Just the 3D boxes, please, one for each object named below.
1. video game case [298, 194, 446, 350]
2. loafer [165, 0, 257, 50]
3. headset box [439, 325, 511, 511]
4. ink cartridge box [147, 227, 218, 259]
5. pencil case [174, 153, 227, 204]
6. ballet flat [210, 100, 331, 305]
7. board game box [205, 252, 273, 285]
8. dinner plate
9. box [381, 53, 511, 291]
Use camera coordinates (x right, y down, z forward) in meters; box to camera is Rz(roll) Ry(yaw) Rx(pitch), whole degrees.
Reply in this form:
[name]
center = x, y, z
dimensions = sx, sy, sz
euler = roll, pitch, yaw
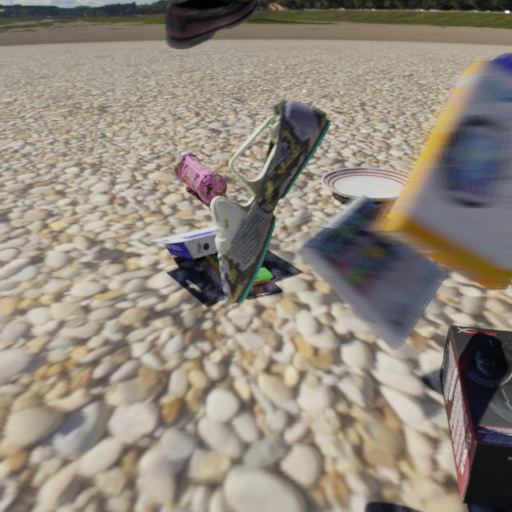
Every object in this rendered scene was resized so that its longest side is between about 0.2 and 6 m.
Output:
[video game case]
center = 1.416, 0.113, 6.571
dimensions = 1.492, 0.188, 1.637
euler = 46, 43, 5
[loafer]
center = -0.767, -4.553, 10.268
dimensions = 0.841, 0.737, 2.341
euler = 25, 52, 28
[headset box]
center = 3.017, 1.781, 6.035
dimensions = 1.707, 0.886, 2.293
euler = 5, 25, 10
[ink cartridge box]
center = -0.867, -0.291, 10.373
dimensions = 2.065, 0.405, 1.027
euler = -14, 11, -29
[pencil case]
center = -1.330, -1.853, 13.342
dimensions = 0.790, 0.756, 1.826
euler = 10, 20, -34
[ballet flat]
center = -0.038, -0.664, 6.359
dimensions = 0.875, 2.432, 0.875
euler = 26, 2, -1
[board game box]
center = -0.322, 0.198, 9.955
dimensions = 0.700, 0.220, 1.464
euler = -14, 26, -22
[dinner plate]
center = 2.767, -1.717, 13.695
dimensions = 2.364, 0.287, 2.364
euler = 0, 27, 0
[box]
center = 1.997, -0.767, 4.790
dimensions = 1.101, 1.850, 0.384
euler = 29, -5, -1
